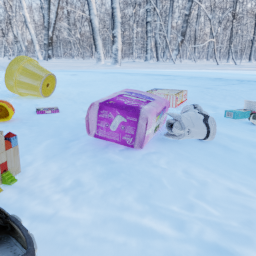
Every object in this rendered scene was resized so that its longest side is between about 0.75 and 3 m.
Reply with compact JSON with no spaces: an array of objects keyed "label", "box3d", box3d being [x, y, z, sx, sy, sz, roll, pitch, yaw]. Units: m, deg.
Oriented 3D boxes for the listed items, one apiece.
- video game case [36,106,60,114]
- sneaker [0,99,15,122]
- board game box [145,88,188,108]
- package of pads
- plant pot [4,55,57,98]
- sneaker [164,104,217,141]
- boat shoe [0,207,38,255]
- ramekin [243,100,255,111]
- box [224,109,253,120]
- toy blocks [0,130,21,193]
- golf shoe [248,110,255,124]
[{"label":"video game case","box3d":[-3.476,-0.774,12.076,0.952,0.170,0.863,-5,16,-19]},{"label":"sneaker","box3d":[-5.553,-0.642,9.889,2.880,1.051,1.111,-6,17,-19]},{"label":"board game box","box3d":[1.850,-1.602,14.400,1.931,0.590,2.549,6,16,23]},{"label":"package of pads","box3d":[0.119,-0.411,8.500,1.753,1.101,2.909,14,19,16]},{"label":"plant pot","box3d":[-5.400,-2.744,16.042,2.176,2.313,2.313,22,21,15]},{"label":"sneaker","box3d":[1.702,-0.238,8.642,1.308,0.855,2.276,1,18,-8]},{"label":"boat shoe","box3d":[-1.702,1.240,3.249,0.894,0.730,2.421,-11,18,-37]},{"label":"ramekin","box3d":[5.169,-0.800,11.234,1.059,0.516,1.059,8,11,-2]},{"label":"box","box3d":[4.238,-0.533,10.660,1.208,0.297,0.497,-6,15,-36]},{"label":"toy blocks","box3d":[-2.589,0.529,5.240,0.807,1.104,1.614,4,15,15]},{"label":"golf shoe","box3d":[5.008,-0.307,9.869,1.403,0.542,0.618,-5,30,4]}]
